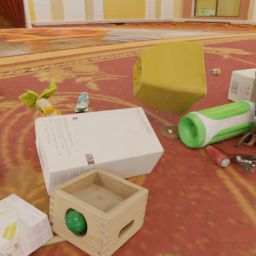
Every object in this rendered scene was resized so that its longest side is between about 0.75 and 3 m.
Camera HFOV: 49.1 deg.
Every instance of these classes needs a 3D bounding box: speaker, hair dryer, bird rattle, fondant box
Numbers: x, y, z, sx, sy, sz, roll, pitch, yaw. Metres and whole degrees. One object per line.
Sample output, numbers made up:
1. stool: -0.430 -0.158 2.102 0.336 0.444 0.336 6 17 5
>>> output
1. speaker: 3.041 -0.165 9.162 2.753 1.218 1.218 -13 28 -26
2. hair dryer: 2.930 0.895 8.003 1.624 0.441 1.237 25 17 34
3. bird rattle: -2.329 -0.256 8.183 1.080 1.916 1.562 -22 32 -22
4. fondant box: -2.502 2.028 4.997 1.323 0.534 1.834 11 29 41

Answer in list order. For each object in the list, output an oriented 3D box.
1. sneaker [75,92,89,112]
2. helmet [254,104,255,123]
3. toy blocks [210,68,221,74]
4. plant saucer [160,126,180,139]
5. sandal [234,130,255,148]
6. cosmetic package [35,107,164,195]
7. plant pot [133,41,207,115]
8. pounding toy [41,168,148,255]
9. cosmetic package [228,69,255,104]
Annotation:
1. sneaker: -1.947 -1.097 11.808 0.549 0.611 1.415 -2 25 -3
2. helmet: 5.028 -0.421 7.974 2.662 2.792 2.792 -14 27 -9
3. toy blocks: 5.343 -3.488 17.278 0.560 0.409 0.819 1 22 29
4. plant saucer: 1.575 0.127 9.781 0.891 0.131 0.891 0 26 0
5. sandal: 3.920 0.387 8.951 1.302 0.532 0.355 -10 48 -35
6. cosmetic package: -0.737 0.490 7.036 2.818 1.143 1.590 -11 55 -25
7. plant pot: 1.192 -1.645 9.134 1.915 1.860 1.872 4 -19 -12
8. pounding toy: -0.779 1.741 5.406 1.586 1.224 1.722 17 20 30
9. cosmetic package: 5.606 -1.827 12.518 1.594 1.334 1.326 -11 27 -22
